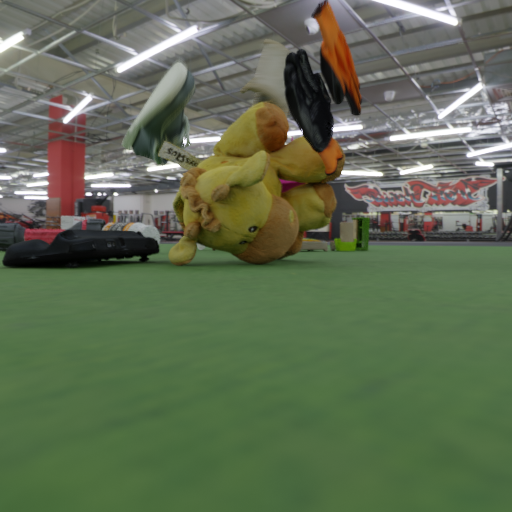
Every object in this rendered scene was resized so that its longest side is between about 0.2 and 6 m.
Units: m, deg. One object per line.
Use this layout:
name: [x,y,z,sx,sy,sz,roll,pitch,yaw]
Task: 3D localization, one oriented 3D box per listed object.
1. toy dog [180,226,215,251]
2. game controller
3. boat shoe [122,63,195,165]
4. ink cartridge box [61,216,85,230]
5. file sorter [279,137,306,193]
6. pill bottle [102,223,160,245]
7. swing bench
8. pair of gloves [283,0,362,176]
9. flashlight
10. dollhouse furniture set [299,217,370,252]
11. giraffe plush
toy dog: [-1.386,-0.598,15.582,2.054,1.354,0.989,-5,36,49]
game controller: [-2.174,-0.042,7.299,1.195,0.482,2.290,-15,-2,14]
boat shoe: [-1.491,-2.303,9.640,0.980,1.155,3.172,34,-17,-17]
ink cartridge box: [-5.306,-0.659,16.247,0.410,0.974,0.704,0,2,12]
file sorter: [0.454,-2.223,14.279,2.130,1.336,1.480,-3,-11,2]
pill bottle: [-2.659,-0.366,11.829,1.186,0.690,0.690,2,2,33]
swing bench: [0.205,-2.939,10.359,0.905,1.388,1.395,22,-35,-11]
pair of gloves: [0.925,-2.227,7.447,0.234,1.895,1.689,-1,-43,35]
flashlight: [-5.098,-0.520,13.941,2.601,0.881,0.884,1,5,-8]
dollhouse furniture set: [1.850,-0.571,14.681,2.337,0.902,1.168,-1,1,-19]
giraffe plush: [-0.148,-0.768,7.469,2.714,2.342,2.201,10,23,-4]
